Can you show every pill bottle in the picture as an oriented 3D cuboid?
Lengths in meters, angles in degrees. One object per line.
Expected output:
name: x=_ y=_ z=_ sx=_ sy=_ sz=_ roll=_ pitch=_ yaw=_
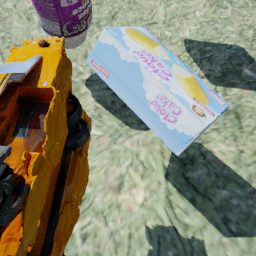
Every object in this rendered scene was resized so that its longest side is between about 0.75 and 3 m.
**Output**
pill bottle: x=-1.448 y=-2.799 z=6.239 sx=1.310 sy=2.334 sz=1.310 roll=1 pitch=74 yaw=-5

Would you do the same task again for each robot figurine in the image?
robot figurine: x=-0.970 y=0.638 z=2.631 sx=0.856 sy=2.133 sz=2.942 roll=0 pitch=52 yaw=9

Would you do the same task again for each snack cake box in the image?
snack cake box: x=0.509 y=-0.723 z=4.647 sx=2.147 sy=0.721 sz=1.235 roll=46 pitch=35 yaw=11
